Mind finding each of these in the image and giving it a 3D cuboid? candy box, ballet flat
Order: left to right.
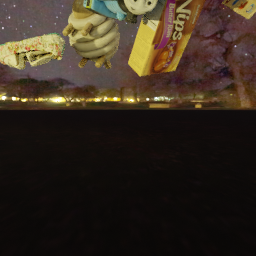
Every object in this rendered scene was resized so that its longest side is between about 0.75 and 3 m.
[{"bbox_3d":[-3.242,-2.355,8.959,2.630,0.841,0.995,-10,-12,14],"label":"ballet flat"},{"bbox_3d":[0.785,-2.002,5.686,1.082,1.854,0.524,-16,55,-34],"label":"candy box"}]

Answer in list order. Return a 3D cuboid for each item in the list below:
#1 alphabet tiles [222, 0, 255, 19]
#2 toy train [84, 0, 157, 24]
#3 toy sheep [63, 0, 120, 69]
[{"bbox_3d":[2.748,-2.995,5.505,0.064,1.687,2.028,32,26,-25],"label":"alphabet tiles"},{"bbox_3d":[-0.035,-2.672,4.904,1.143,1.506,2.636,3,22,-23],"label":"toy train"},{"bbox_3d":[-1.239,-3.345,10.269,2.055,2.055,2.980,1,-38,16],"label":"toy sheep"}]
